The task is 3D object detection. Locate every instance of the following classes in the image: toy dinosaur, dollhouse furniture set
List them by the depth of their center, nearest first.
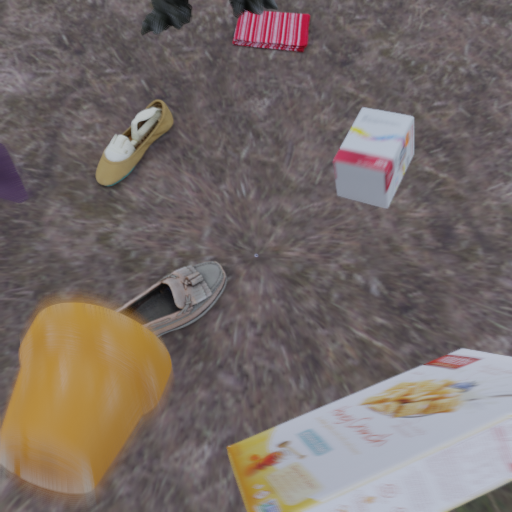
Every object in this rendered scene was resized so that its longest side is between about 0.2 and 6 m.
[{"bbox_3d":[-4.309,-1.166,6.166,1.729,2.436,1.930,-34,74,12],"label":"dollhouse furniture set"},{"bbox_3d":[-0.799,-4.718,7.911,1.938,2.575,3.793,2,32,23],"label":"toy dinosaur"}]

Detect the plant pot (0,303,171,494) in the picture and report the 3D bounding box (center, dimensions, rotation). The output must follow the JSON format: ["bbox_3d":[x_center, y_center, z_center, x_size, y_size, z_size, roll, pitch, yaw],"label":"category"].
[{"bbox_3d":[-1.267,1.052,3.955,1.086,1.086,0.994,10,47,6],"label":"plant pot"}]

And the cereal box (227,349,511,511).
[{"bbox_3d":[1.154,1.550,4.726,2.685,1.932,0.531,-21,89,-10],"label":"cereal box"}]

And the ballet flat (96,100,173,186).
[{"bbox_3d":[-2.140,-1.994,9.567,0.636,0.584,1.852,27,64,19],"label":"ballet flat"}]

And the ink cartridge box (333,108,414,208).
[{"bbox_3d":[1.218,-1.013,5.732,0.574,0.576,0.793,17,63,25],"label":"ink cartridge box"}]

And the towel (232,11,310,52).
[{"bbox_3d":[0.328,-4.569,11.268,1.484,0.167,1.073,7,60,4],"label":"towel"}]

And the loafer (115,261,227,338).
[{"bbox_3d":[-1.298,0.689,8.011,2.073,0.652,0.745,-34,66,-17],"label":"loafer"}]
